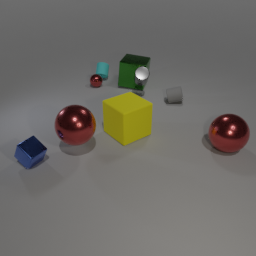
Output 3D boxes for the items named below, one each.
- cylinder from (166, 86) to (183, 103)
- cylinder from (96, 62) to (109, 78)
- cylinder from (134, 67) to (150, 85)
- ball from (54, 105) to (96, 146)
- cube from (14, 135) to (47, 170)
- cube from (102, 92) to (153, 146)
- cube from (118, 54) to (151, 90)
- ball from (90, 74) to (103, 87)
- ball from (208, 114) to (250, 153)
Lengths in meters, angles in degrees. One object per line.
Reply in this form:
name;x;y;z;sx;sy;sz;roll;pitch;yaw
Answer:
cylinder;2.248;-1.600;13.452;0.700;0.700;0.700;-11;29;15
cylinder;-1.465;-3.304;16.009;0.700;0.700;0.700;6;-9;1
cylinder;0.657;-2.512;13.572;0.700;0.700;0.700;1;76;-3
ball;-1.792;-0.098;9.559;1.400;1.400;1.400;0;31;0
cube;-3.259;0.822;9.380;0.700;0.700;0.700;42;43;8
cube;-0.026;-0.401;10.936;1.400;1.400;1.400;-22;38;-32
cube;0.348;-3.051;15.151;1.400;1.400;1.400;12;33;10
ball;-1.722;-2.574;15.175;0.700;0.700;0.700;0;31;0
ball;3.599;0.183;10.012;1.400;1.400;1.400;0;31;0
